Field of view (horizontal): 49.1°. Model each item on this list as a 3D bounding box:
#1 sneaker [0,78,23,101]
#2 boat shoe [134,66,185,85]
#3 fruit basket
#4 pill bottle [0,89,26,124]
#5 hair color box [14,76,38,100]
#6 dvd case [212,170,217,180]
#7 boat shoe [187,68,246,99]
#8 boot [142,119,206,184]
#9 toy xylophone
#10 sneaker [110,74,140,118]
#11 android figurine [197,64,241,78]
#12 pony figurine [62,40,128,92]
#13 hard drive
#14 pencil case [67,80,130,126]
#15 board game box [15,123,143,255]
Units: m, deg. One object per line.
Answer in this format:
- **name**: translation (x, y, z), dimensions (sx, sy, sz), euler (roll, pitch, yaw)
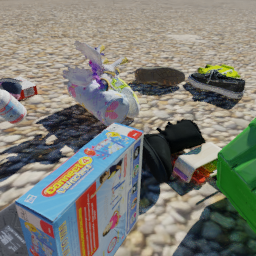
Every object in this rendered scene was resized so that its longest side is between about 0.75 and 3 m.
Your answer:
- **sneaker**: translation (-5.502, -1.576, 12.243), dimensions (2.411, 0.989, 0.846), euler (0, -7, 42)
- **boat shoe**: translation (1.619, -2.764, 14.023), dimensions (2.531, 0.943, 0.928), euler (9, 33, 12)
- **fruit basket**: translation (3.985, 1.246, 6.414), dimensions (3.233, 2.332, 3.233), euler (-8, 43, 8)
- **pill bottle**: translation (-3.788, -0.706, 8.621), dimensions (0.705, 1.296, 0.705), euler (-9, 59, 16)
- **hair color box**: translation (-4.990, -1.877, 12.993), dimensions (1.548, 0.495, 0.859), euler (28, 41, 35)
- **dvd case**: translation (3.801, 1.328, 8.064), dimensions (2.303, 0.202, 1.643), euler (-20, 37, -30)
- **boat shoe**: translation (4.098, -2.283, 13.171), dimensions (1.059, 0.980, 2.869), euler (-23, 38, -33)
- **boot**: translation (1.410, 0.578, 8.499), dimensions (1.946, 0.879, 2.374), euler (-15, 28, -9)
- **toy xylophone**: translation (2.309, 1.042, 8.267), dimensions (1.880, 0.472, 1.377), euler (-14, 34, -22)
- **sneaker**: translation (-0.112, -1.363, 11.712), dimensions (2.499, 0.946, 1.313), euler (57, 18, 24)
- **android figurine**: translation (4.789, -2.865, 14.664), dimensions (1.960, 0.442, 2.153), euler (-22, 36, -31)
- **pony figurine**: translation (-1.117, -2.279, 10.339), dimensions (2.035, 1.755, 2.108), euler (28, 42, -5)
- **hard drive**: translation (-2.070, 2.222, 6.292), dimensions (1.702, 0.534, 2.524), euler (22, 38, 32)
- **pencil case**: translation (-1.207, -1.209, 11.050), dimensions (1.321, 1.211, 2.913), euler (-46, 50, -6)
- **board game box**: translation (-0.661, 1.613, 5.316), dimensions (0.727, 2.602, 2.548), euler (19, 36, 25)
